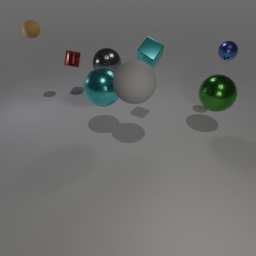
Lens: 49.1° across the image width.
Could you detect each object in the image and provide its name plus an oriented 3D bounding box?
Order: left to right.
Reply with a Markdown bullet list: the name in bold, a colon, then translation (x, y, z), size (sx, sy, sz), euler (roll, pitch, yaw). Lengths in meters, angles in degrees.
- **ball**: translation (-3.907, -3.994, 11.317), size (0.700, 0.700, 0.700), euler (0, 32, 0)
- **cylinder**: translation (-2.629, -3.268, 13.279), size (0.700, 0.700, 0.700), euler (9, 9, -1)
- **ball**: translation (-0.909, -1.479, 10.173), size (1.400, 1.400, 1.400), euler (0, 32, 0)
- **ball**: translation (-1.005, -3.104, 13.400), size (1.400, 1.400, 1.400), euler (0, 32, 0)
- **ball**: translation (0.214, -1.465, 8.977), size (1.400, 1.400, 1.400), euler (0, 32, 0)
- **cube**: translation (0.792, -2.673, 10.024), size (0.700, 0.700, 0.700), euler (33, 77, 10)
- **ball**: translation (3.387, -1.315, 10.591), size (1.400, 1.400, 1.400), euler (0, 32, 0)
- **ball**: translation (3.685, -2.842, 10.314), size (0.700, 0.700, 0.700), euler (0, 32, 0)
